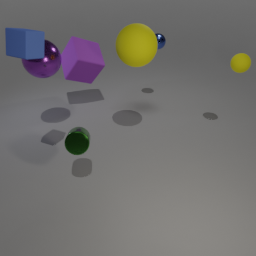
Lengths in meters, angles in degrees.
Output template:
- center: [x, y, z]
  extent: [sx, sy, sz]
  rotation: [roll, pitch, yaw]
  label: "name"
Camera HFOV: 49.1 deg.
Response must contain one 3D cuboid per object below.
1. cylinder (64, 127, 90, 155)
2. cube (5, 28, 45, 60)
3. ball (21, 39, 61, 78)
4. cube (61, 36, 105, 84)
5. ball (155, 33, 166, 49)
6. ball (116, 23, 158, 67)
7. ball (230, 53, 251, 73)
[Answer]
- center: [-1.470, 0.369, 8.231]
  extent: [0.700, 0.700, 0.700]
  rotation: [-3, 12, -5]
  label: "cylinder"
- center: [-2.704, -2.228, 7.384]
  extent: [0.700, 0.700, 0.700]
  rotation: [15, 21, 20]
  label: "cube"
- center: [-3.141, -2.518, 10.196]
  extent: [1.400, 1.400, 1.400]
  rotation: [0, 31, 0]
  label: "ball"
- center: [-2.110, -3.078, 12.865]
  extent: [1.400, 1.400, 1.400]
  rotation: [4, 58, -38]
  label: "cube"
- center: [1.368, -3.943, 12.761]
  extent: [0.700, 0.700, 0.700]
  rotation: [0, 31, 0]
  label: "ball"
- center: [0.283, -2.749, 9.347]
  extent: [1.400, 1.400, 1.400]
  rotation: [0, 31, 0]
  label: "ball"
- center: [4.111, -2.368, 10.221]
  extent: [0.700, 0.700, 0.700]
  rotation: [0, 31, 0]
  label: "ball"
